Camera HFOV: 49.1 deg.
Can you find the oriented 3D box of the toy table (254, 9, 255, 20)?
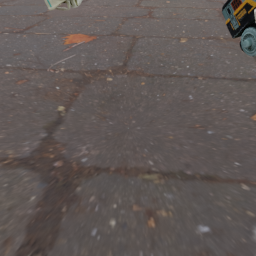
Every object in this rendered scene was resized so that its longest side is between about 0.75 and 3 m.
[{"bbox_3d":[1.992,-1.221,2.602,1.563,1.437,0.915,-3,31,15],"label":"toy table"}]

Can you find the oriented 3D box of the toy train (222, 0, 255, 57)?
[{"bbox_3d":[2.661,-2.296,4.999,1.049,1.402,2.461,-22,-7,-12],"label":"toy train"}]

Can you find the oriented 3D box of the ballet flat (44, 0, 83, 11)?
[{"bbox_3d":[-1.727,-3.721,8.138,0.584,0.584,1.682,20,37,28],"label":"ballet flat"}]
